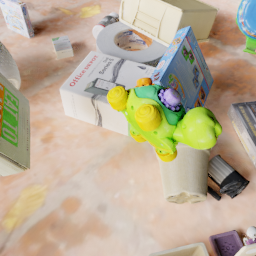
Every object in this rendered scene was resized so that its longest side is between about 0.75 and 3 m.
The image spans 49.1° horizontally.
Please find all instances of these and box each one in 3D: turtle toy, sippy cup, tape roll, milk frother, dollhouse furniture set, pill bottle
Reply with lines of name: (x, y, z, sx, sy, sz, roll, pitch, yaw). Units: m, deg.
turtle toy: (0.637, -0.163, 4.882, 1.010, 1.457, 1.999, -46, 50, -10)
sippy cup: (3.533, -2.963, 7.195, 1.483, 1.888, 1.384, -15, 13, 27)
tape roll: (0.191, -2.773, 9.909, 2.599, 0.859, 2.599, 0, 51, 0)
milk frother: (2.238, 1.124, 6.596, 0.921, 1.021, 0.960, -32, 57, -19)
dollhouse furniture set: (1.561, 2.623, 5.031, 2.111, 1.499, 1.673, -9, 51, -8)
pill bottle: (-0.788, -3.973, 10.991, 0.715, 0.715, 1.256, 20, 53, 16)

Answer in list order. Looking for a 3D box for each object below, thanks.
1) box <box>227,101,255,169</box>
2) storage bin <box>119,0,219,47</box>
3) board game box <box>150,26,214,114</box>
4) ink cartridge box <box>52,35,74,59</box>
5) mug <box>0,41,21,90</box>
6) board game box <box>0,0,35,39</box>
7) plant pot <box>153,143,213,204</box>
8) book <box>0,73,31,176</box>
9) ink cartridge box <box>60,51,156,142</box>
box: (3.936, 0.110, 7.757, 1.615, 0.493, 2.039, -8, 51, -6)
storage bin: (1.483, -4.181, 10.316, 2.653, 1.253, 2.673, 37, 41, 27)
board game box: (1.616, -1.300, 7.998, 0.492, 2.036, 2.691, -7, 41, 39)
ink cartridge box: (-2.425, -3.002, 10.408, 0.633, 0.381, 0.872, -16, 51, -12)
mug: (-4.654, -1.669, 8.190, 2.311, 1.946, 2.636, 45, 54, 9)
board game box: (-4.339, -4.330, 10.874, 1.357, 1.354, 0.279, 29, 56, 21)
plant pot: (1.301, 1.036, 6.560, 1.430, 1.430, 1.309, 2, 62, 2)
book: (-2.886, -0.517, 5.193, 0.696, 2.897, 1.936, -14, 59, 10)
ink cartridge box: (-0.310, -1.006, 8.257, 2.707, 1.137, 1.969, 18, 53, 14)
